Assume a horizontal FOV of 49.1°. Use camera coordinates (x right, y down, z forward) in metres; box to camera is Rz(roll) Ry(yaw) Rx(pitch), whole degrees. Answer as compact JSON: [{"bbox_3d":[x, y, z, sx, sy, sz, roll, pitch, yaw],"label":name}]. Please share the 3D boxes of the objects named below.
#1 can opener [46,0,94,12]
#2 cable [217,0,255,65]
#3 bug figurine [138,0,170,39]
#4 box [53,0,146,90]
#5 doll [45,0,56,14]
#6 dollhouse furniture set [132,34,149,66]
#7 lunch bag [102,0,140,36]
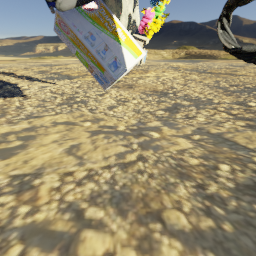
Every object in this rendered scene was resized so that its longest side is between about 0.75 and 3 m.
[{"bbox_3d":[-0.442,-3.047,5.727,0.860,1.067,2.713,33,57,26],"label":"can opener"},{"bbox_3d":[3.005,-2.330,6.534,0.599,1.925,2.359,-40,4,-15],"label":"cable"},{"bbox_3d":[0.806,-3.138,6.959,0.541,1.632,2.104,30,40,2],"label":"bug figurine"},{"bbox_3d":[-0.786,-2.251,7.274,1.106,2.182,1.228,-43,7,-16],"label":"box"},{"bbox_3d":[-2.264,-3.849,8.049,0.430,1.210,1.773,-31,57,-16],"label":"doll"},{"bbox_3d":[0.239,-2.727,10.120,0.700,1.072,1.012,18,32,11],"label":"dollhouse furniture set"},{"bbox_3d":[-0.404,-3.765,8.715,1.344,1.875,2.286,20,47,25],"label":"lunch bag"}]
